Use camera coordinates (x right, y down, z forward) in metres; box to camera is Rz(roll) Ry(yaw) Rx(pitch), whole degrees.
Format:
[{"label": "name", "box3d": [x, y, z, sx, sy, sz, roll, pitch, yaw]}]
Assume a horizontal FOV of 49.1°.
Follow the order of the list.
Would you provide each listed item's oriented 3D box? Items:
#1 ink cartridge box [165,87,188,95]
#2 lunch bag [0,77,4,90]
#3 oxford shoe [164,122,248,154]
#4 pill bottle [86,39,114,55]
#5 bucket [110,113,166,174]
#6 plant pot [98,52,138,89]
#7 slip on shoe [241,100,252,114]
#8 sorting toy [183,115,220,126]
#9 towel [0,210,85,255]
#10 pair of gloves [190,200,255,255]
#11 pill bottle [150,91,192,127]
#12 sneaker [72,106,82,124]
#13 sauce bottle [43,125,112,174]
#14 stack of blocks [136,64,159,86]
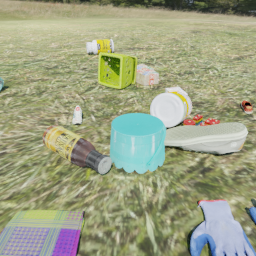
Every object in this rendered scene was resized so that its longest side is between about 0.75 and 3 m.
[{"label": "ink cartridge box", "box3d": [2.058, -1.490, 12.279, 0.672, 0.389, 1.154, -6, 27, -12]}, {"label": "lunch bag", "box3d": [-6.796, -1.985, 12.337, 1.759, 1.259, 2.065, 2, 18, 10]}, {"label": "oxford shoe", "box3d": [2.079, 0.388, 8.219, 2.688, 0.776, 1.011, -4, 29, 27]}, {"label": "pill bottle", "box3d": [-2.022, -5.858, 20.287, 1.859, 1.035, 1.035, -9, 28, -15]}, {"label": "bucket", "box3d": [0.270, 0.354, 7.819, 1.682, 1.094, 1.682, 0, 27, 0]}, {"label": "plant pot", "box3d": [-0.434, -2.905, 13.884, 1.574, 1.582, 1.435, 21, 28, 36]}, {"label": "slip on shoe", "box3d": [4.761, -0.904, 11.177, 0.402, 0.332, 1.087, 5, 25, 14]}, {"label": "sorting toy", "box3d": [2.432, -0.050, 9.390, 1.133, 0.394, 1.126, 22, 34, 36]}, {"label": "towel", "box3d": [-1.695, 2.282, 4.919, 1.590, 0.252, 2.214, 0, 26, 2]}, {"label": "pair of gloves", "box3d": [2.472, 2.055, 5.307, 2.689, 0.306, 2.162, 1, 26, 1]}, {"label": "pill bottle", "box3d": [1.548, -0.689, 9.471, 1.085, 1.085, 1.953, 11, 13, 21]}, {"label": "sneaker", "box3d": [-1.847, -0.486, 10.184, 0.351, 0.467, 0.998, -2, 26, -6]}, {"label": "sauce bottle", "box3d": [-1.416, 0.570, 7.673, 2.353, 0.777, 0.777, 19, 32, 38]}, {"label": "stack of blocks", "box3d": [0.816, -2.807, 14.695, 1.119, 0.569, 1.944, -15, 30, -27]}]
